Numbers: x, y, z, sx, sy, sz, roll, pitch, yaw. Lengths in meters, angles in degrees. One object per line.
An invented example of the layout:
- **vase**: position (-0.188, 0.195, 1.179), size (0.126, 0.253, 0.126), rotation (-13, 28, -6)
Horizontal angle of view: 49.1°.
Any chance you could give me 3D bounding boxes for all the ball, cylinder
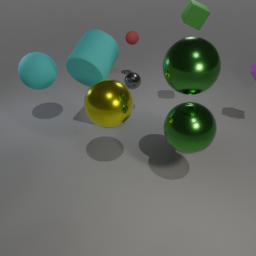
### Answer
- **ball**: position (1.559, -1.518, 6.914), size (1.400, 1.400, 1.400), rotation (0, 33, 0)
- **ball**: position (0.216, -4.677, 14.524), size (0.700, 0.700, 0.700), rotation (0, 33, 0)
- **ball**: position (0.194, -1.947, 11.591), size (0.700, 0.700, 0.700), rotation (0, 33, 0)
- **cylinder**: position (-1.191, -2.368, 9.604), size (1.400, 1.400, 1.400), rotation (13, 59, 19)
- **ball**: position (-0.550, -0.696, 7.993), size (1.400, 1.400, 1.400), rotation (0, 33, 0)
- **ball**: position (1.667, -0.005, 7.577), size (1.400, 1.400, 1.400), rotation (0, 33, 0)
- **ball**: position (-3.398, -2.145, 10.579), size (1.400, 1.400, 1.400), rotation (0, 33, 0)

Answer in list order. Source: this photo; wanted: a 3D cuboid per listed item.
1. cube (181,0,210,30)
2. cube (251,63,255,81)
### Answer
- **cube**: position (2.445, -4.127, 10.196), size (0.700, 0.700, 0.700), rotation (20, 38, -16)
- **cube**: position (5.032, -2.068, 10.311), size (0.700, 0.700, 0.700), rotation (-25, 21, 39)
